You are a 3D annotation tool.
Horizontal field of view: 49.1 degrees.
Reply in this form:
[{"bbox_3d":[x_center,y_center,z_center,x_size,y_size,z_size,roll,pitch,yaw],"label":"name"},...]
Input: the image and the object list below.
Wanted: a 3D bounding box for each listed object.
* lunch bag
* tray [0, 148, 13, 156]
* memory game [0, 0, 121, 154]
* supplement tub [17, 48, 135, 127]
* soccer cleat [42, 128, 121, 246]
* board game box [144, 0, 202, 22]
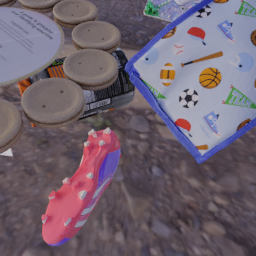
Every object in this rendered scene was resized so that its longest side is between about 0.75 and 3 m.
[{"bbox_3d":[1.394,-0.853,4.477,2.331,1.443,1.982,-37,82,-12],"label":"lunch bag"},{"bbox_3d":[-2.867,0.222,5.808,1.206,0.648,0.134,4,25,25],"label":"tray"},{"bbox_3d":[-1.153,-0.687,2.371,2.243,0.143,2.243,2,50,-3],"label":"memory game"},{"bbox_3d":[-1.090,-0.852,5.957,2.226,1.364,1.364,-19,52,-18],"label":"supplement tub"},{"bbox_3d":[-0.318,0.489,2.389,0.382,0.438,1.146,-6,41,27],"label":"soccer cleat"},{"bbox_3d":[1.570,-3.829,7.994,1.827,0.236,1.827,17,76,5],"label":"board game box"}]
